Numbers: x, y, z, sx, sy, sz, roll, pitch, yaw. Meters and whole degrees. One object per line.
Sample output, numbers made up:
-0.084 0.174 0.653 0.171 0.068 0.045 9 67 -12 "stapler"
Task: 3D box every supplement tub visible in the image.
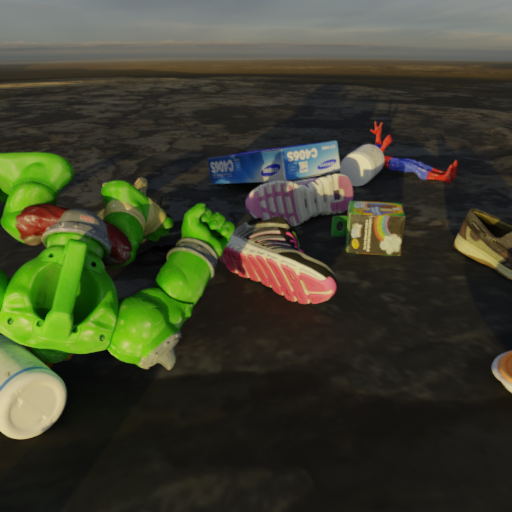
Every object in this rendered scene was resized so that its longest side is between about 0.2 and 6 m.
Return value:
2.814 -2.410 14.833 0.894 0.894 1.354 11 25 24 "supplement tub"
-2.599 1.367 5.950 1.122 0.741 0.741 19 29 40 "supplement tub"

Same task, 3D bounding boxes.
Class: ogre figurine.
-2.178 0.047 6.440 3.757 1.843 2.252 27 48 -33 "ogre figurine"

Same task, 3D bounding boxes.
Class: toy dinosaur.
-2.401 -0.578 9.609 1.435 0.773 3.257 -16 19 31 "toy dinosaur"

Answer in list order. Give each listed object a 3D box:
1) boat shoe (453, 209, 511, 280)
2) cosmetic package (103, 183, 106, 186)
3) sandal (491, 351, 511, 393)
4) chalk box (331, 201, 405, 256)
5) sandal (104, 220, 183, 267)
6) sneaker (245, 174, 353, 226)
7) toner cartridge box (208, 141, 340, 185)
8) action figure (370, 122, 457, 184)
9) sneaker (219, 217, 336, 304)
4.414 -0.125 9.393 0.948 0.839 2.590 -13 26 -28 "boat shoe"
-3.200 -1.451 13.135 0.836 0.432 0.365 21 29 38 "cosmetic package"
4.263 1.059 6.415 3.178 0.911 1.217 -2 20 -7 "sandal"
2.057 -0.535 10.441 1.283 0.801 0.795 5 23 9 "chalk box"
-1.990 -0.106 9.881 2.325 0.556 0.874 -19 22 -10 "sandal"
0.822 -1.195 11.978 2.432 0.978 1.075 -11 13 -25 "sneaker"
0.319 -2.219 13.575 1.597 0.726 3.363 -16 13 -30 "toner cartridge box"
3.974 -2.887 15.400 2.923 1.447 0.954 10 21 27 "action figure"
0.415 -0.065 8.814 1.075 0.907 2.458 -44 38 -22 "sneaker"
